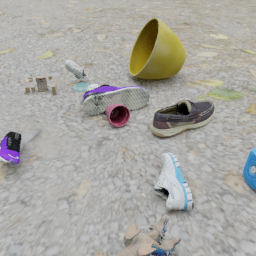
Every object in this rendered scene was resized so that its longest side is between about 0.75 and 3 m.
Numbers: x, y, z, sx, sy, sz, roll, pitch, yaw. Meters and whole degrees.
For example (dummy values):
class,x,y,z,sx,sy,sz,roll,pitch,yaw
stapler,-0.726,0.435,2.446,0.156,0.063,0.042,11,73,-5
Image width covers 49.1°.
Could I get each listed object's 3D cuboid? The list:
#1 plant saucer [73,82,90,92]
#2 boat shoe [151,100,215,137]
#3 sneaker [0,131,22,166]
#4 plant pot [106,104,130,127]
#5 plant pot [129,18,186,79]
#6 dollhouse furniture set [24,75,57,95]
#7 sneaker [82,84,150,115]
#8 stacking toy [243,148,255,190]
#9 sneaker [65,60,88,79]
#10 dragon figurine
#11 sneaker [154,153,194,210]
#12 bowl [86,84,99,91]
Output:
class,x,y,z,sx,sy,sz,roll,pitch,yaw
plant saucer,-2.126,-1.939,12.947,0.860,0.166,0.860,1,34,0
boat shoe,2.110,-0.547,10.209,2.921,0.947,1.051,-19,39,-26
sneaker,-3.518,0.522,8.454,0.565,0.809,1.626,30,2,-35
plant pot,-0.444,-0.533,10.400,0.839,0.839,0.751,-15,22,-21
plant pot,1.545,-3.478,13.379,1.985,2.797,2.797,18,29,-22
dollhouse furniture set,-3.879,-1.856,12.351,1.368,0.709,0.606,-5,33,-7
sneaker,-0.540,-1.357,11.399,2.756,0.958,1.370,-8,31,-13
stacking toy,4.253,1.221,7.832,1.764,0.968,1.024,5,23,-12
sneaker,-2.372,-2.724,12.954,0.537,1.333,0.509,10,75,32
dragon figurine,-0.029,2.762,5.488,2.791,1.388,0.821,-41,50,-19
sneaker,1.066,1.403,7.619,0.851,0.736,1.964,-10,35,-5
bowl,-1.476,-1.685,12.358,0.868,0.407,0.868,0,35,0
